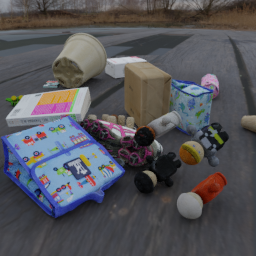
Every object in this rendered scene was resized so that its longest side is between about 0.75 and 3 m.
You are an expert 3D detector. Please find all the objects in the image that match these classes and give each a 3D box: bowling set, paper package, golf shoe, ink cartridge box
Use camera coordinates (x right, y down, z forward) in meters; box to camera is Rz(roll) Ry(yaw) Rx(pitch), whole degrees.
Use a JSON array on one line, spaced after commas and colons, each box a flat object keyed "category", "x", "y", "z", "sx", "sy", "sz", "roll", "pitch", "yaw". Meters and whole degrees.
[{"category": "bowling set", "x": -0.512, "y": 0.025, "z": 10.206, "sx": 1.833, "sy": 0.984, "sz": 1.275, "roll": 5, "pitch": 7, "yaw": 13}, {"category": "paper package", "x": 0.704, "y": -1.336, "z": 11.289, "sx": 1.195, "sy": 2.201, "sz": 2.310, "roll": -8, "pitch": 26, "yaw": -16}, {"category": "golf shoe", "x": -0.307, "y": 0.458, "z": 9.083, "sx": 2.959, "sy": 1.074, "sz": 1.362, "roll": 20, "pitch": 11, "yaw": 29}, {"category": "ink cartridge box", "x": -0.175, "y": -4.051, "z": 18.545, "sx": 2.345, "sy": 0.971, "sz": 1.718, "roll": -11, "pitch": 27, "yaw": -23}]

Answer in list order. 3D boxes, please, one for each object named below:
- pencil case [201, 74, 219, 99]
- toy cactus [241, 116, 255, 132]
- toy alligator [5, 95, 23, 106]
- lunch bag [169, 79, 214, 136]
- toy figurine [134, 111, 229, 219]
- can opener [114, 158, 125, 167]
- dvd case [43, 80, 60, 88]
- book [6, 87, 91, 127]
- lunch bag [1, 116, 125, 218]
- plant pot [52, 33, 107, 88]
[{"category": "pencil case", "x": 4.275, "y": -2.207, "z": 14.691, "sx": 0.941, "sy": 0.941, "sz": 2.153, "roll": 7, "pitch": 25, "yaw": 14}, {"category": "toy cactus", "x": 5.245, "y": -0.132, "z": 10.011, "sx": 2.977, "sy": 1.522, "sz": 2.456, "roll": -28, "pitch": 26, "yaw": -31}, {"category": "toy alligator", "x": -4.964, "y": -1.251, "z": 13.281, "sx": 1.594, "sy": 0.473, "sz": 0.433, "roll": -4, "pitch": 67, "yaw": -11}, {"category": "lunch bag", "x": 2.243, "y": -0.888, "z": 10.968, "sx": 1.258, "sy": 1.678, "sz": 1.974, "roll": -16, "pitch": 29, "yaw": -30}, {"category": "toy figurine", "x": 1.188, "y": 0.812, "z": 6.798, "sx": 1.532, "sy": 2.168, "sz": 2.202, "roll": -29, "pitch": 37, "yaw": -34}, {"category": "can opener", "x": -0.637, "y": 1.024, "z": 8.435, "sx": 1.314, "sy": 0.346, "sz": 0.437, "roll": 18, "pitch": 48, "yaw": 39}, {"category": "dvd case", "x": -4.426, "y": -2.589, "z": 16.445, "sx": 0.824, "sy": 0.124, "sz": 1.129, "roll": 0, "pitch": 24, "yaw": 0}, {"category": "book", "x": -2.682, "y": -0.711, "z": 9.724, "sx": 2.507, "sy": 0.602, "sz": 1.675, "roll": -3, "pitch": 32, "yaw": 6}, {"category": "lunch bag", "x": -1.682, "y": 1.116, "z": 7.560, "sx": 2.869, "sy": 1.349, "sz": 2.160, "roll": 34, "pitch": 39, "yaw": 31}, {"category": "plant pot", "x": -2.948, "y": -3.660, "z": 16.175, "sx": 2.827, "sy": 2.827, "sz": 2.588, "roll": 7, "pitch": 37, "yaw": 14}]
